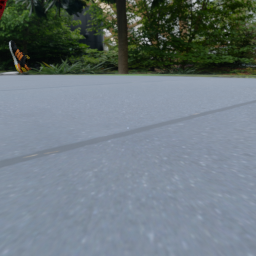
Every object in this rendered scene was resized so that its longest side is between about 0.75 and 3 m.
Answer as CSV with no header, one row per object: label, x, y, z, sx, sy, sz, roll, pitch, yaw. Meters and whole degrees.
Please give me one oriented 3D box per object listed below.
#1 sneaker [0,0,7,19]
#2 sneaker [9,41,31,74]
sneaker,-2.640,-2.619,5.372,0.923,2.356,1.361,-12,62,-32
sneaker,-3.990,-2.672,10.425,0.550,1.223,0.428,-16,6,-4
